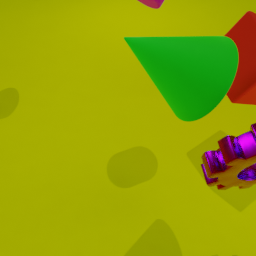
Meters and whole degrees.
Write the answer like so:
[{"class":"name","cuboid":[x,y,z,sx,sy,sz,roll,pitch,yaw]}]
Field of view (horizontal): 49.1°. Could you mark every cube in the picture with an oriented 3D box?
[{"class":"cube","cuboid":[2.715,-1.389,5.918,1.311,1.311,1.311,-1,57,-38]}]

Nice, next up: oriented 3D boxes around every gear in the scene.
[{"class":"gear","cuboid":[1.959,0.415,3.957,1.782,1.782,0.330,-7,60,-6]}]

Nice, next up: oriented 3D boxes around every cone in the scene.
[{"class":"cone","cuboid":[0.524,-0.949,3.911,1.361,1.356,1.356,21,44,-25]}]

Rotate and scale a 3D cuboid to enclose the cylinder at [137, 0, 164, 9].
[{"class":"cylinder","cuboid":[0.453,-2.940,5.263,0.958,0.958,0.958,38,100,28]}]
